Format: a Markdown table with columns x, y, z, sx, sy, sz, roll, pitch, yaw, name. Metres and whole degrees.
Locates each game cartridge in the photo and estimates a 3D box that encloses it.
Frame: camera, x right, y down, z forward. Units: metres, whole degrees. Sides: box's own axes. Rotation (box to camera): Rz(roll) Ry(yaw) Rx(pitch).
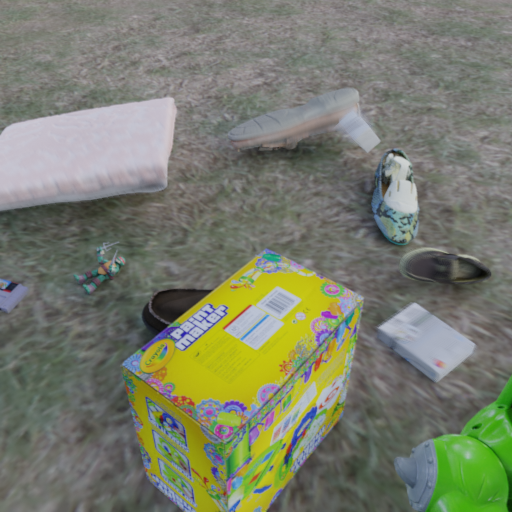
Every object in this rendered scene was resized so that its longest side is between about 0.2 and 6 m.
| x | y | z | sx | sy | sz | roll | pitch | yaw | name |
| --- | --- | --- | --- | --- | --- | --- | --- | --- | --- |
| -4.767 | 0.689 | 10.287 | 0.973 | 0.187 | 0.631 | 12 | 45 | 15 | game cartridge |

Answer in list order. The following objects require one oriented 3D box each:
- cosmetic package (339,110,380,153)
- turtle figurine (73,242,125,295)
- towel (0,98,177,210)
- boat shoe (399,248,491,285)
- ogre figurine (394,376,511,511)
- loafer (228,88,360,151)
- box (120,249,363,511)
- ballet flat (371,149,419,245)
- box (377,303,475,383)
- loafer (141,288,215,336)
| x | y | z | sx | sy | sz | roll | pitch | yaw | name |
| --- | --- | --- | --- | --- | --- | --- | --- | --- | --- |
| 2.469 | -2.945 | 13.319 | 0.635 | 0.446 | 1.252 | 53 | 17 | 19 | cosmetic package |
| -2.844 | 0.231 | 10.548 | 1.078 | 0.543 | 0.807 | -40 | 39 | -20 | turtle figurine |
| -3.896 | -2.359 | 12.562 | 4.161 | 0.671 | 3.975 | -8 | 36 | 0 | towel |
| 3.478 | 0.200 | 10.220 | 1.727 | 0.632 | 0.560 | 0 | 7 | -16 | boat shoe |
| 3.622 | 2.741 | 6.192 | 4.743 | 2.327 | 2.844 | -28 | 58 | -14 | ogre figurine |
| 1.054 | -3.177 | 14.174 | 3.471 | 1.091 | 1.248 | -21 | 31 | -5 | loafer |
| -0.075 | 1.767 | 7.148 | 1.572 | 2.483 | 2.578 | 27 | 46 | 29 | box |
| 3.049 | -1.433 | 12.175 | 1.046 | 1.046 | 2.818 | 2 | 41 | 2 | ballet flat |
| 2.813 | 1.409 | 9.337 | 0.971 | 0.256 | 1.245 | -28 | 46 | -28 | box |
| -0.459 | 0.868 | 9.355 | 2.963 | 1.057 | 1.082 | 4 | 40 | 5 | loafer |
